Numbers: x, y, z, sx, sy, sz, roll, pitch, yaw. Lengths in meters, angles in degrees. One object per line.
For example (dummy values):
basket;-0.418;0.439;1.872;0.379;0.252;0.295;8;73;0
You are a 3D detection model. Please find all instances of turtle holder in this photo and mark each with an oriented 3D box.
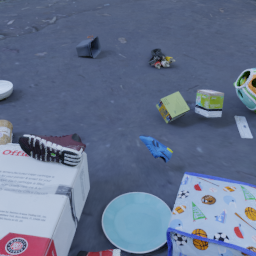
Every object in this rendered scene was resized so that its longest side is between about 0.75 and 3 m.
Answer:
turtle holder;4.481;-1.429;9.570;1.439;1.539;2.026;27;36;-7

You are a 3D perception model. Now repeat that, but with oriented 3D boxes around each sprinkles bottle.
sprinkles bottle;-3.694;0.411;8.187;0.567;0.567;1.660;-10;36;-14

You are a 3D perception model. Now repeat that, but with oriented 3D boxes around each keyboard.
keyboard;3.824;-0.044;9.295;0.354;0.067;1.257;8;36;3

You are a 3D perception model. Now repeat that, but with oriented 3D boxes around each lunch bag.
lunch bag;1.949;1.939;5.417;2.065;1.279;1.756;5;34;20

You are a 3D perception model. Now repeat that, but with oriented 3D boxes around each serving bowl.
serving bowl;-5.115;-1.383;10.869;1.299;0.427;1.299;1;35;0

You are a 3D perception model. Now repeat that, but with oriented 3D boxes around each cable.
cable;1.451;-3.427;13.976;1.160;0.601;2.389;-21;25;-1

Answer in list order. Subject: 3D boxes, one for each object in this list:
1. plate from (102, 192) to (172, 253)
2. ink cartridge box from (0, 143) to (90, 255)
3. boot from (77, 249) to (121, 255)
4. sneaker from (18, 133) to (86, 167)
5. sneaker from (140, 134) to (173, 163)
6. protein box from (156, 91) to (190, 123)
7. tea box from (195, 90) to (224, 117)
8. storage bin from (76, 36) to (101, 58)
plate;0.217;2.060;6.157;1.573;0.201;1.573;0;34;0
ink cartridge box;-2.181;1.738;5.681;2.150;1.248;2.980;5;35;7
boot;-0.628;2.737;4.913;0.975;0.490;1.352;-1;23;0
sneaker;-1.609;0.354;6.228;1.438;0.544;0.831;18;31;6
sneaker;0.688;0.534;7.239;1.011;0.333;0.396;33;76;-11
protein box;1.489;-0.683;9.328;0.753;0.508;0.747;-25;77;-21
tea box;2.660;-0.818;9.197;0.537;0.790;0.803;-2;15;-17
storage bin;-2.099;-4.244;14.607;0.913;0.989;1.360;-2;34;16
